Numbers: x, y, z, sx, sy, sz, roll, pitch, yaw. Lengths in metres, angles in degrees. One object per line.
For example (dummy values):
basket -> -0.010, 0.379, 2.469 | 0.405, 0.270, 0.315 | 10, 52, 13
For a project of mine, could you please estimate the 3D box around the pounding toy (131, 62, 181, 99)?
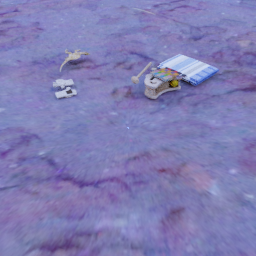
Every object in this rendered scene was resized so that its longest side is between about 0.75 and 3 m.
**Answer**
pounding toy -> 0.956, -1.580, 9.144 | 1.590, 0.912, 0.909 | -10, 37, -8

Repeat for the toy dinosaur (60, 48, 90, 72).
toy dinosaur -> -2.161, -2.706, 10.659 | 1.429, 0.416, 0.723 | -34, 46, -20

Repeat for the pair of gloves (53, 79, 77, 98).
pair of gloves -> -2.128, -1.353, 9.397 | 0.703, 0.145, 0.826 | -9, 54, -19

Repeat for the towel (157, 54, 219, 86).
towel -> 2.168, -2.158, 10.218 | 1.355, 0.220, 1.845 | -33, 48, -30

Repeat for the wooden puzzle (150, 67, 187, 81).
wooden puzzle -> 1.263, -1.780, 9.221 | 0.750, 0.089, 1.264 | -24, 39, -28
